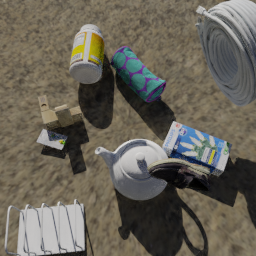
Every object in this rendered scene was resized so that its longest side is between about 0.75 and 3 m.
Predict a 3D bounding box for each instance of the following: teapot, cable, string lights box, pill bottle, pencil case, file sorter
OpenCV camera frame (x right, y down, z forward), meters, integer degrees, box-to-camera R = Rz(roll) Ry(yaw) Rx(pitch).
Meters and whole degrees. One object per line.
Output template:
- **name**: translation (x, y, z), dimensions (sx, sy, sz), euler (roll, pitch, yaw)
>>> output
- **teapot**: translation (0.421, 1.171, 8.699), dimensions (2.129, 1.555, 2.101), euler (-29, 67, -15)
- **cable**: translation (3.095, -2.115, 8.006), dimensions (1.005, 2.903, 2.903), euler (-21, 28, -2)
- **string lights box**: translation (2.285, 0.695, 9.460), dimensions (2.079, 0.613, 1.068), euler (22, 65, 11)
- **pill bottle**: translation (-1.558, -2.938, 10.972), dimensions (1.222, 1.222, 2.237), euler (2, 62, 1)
- **pencil case**: translation (0.390, -2.043, 10.635), dimensions (1.110, 1.022, 2.401), euler (-36, 68, -14)
- **file sorter**: translation (-2.307, 2.860, 8.037), dimensions (1.962, 1.221, 1.361), euler (-5, 64, -3)

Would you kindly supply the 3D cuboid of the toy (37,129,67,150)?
- **toy**: translation (-2.642, 0.429, 9.828), dimensions (0.933, 0.220, 0.537), euler (15, 62, 8)

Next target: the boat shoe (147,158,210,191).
- **boat shoe**: translation (1.281, 1.153, 6.603), dimensions (1.779, 0.640, 0.577), euler (15, 49, -29)

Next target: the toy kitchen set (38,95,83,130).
- **toy kitchen set**: translation (-2.449, -0.815, 9.966), dimensions (1.335, 1.089, 1.205), euler (-17, 64, -8)
